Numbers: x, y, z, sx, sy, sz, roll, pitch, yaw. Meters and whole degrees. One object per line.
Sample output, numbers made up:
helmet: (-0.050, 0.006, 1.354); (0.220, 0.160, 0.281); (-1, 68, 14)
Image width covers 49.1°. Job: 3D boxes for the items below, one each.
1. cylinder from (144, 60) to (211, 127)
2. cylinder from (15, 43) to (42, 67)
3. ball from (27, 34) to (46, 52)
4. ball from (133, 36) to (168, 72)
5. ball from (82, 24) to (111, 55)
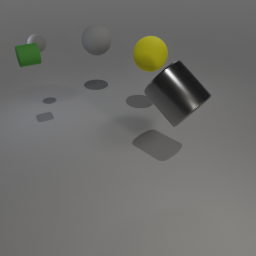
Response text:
cylinder: (1.430, -0.985, 8.152); (1.400, 1.400, 1.400); (50, 46, 6)
cylinder: (-3.358, -2.460, 9.424); (0.700, 0.700, 0.700); (-17, 35, -22)
ball: (-3.570, -3.305, 10.967); (0.700, 0.700, 0.700); (0, 31, 0)
ball: (0.904, -2.991, 11.355); (1.400, 1.400, 1.400); (0, 31, 0)
ball: (-1.483, -4.146, 13.208); (1.400, 1.400, 1.400); (0, 31, 0)
